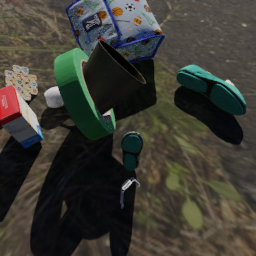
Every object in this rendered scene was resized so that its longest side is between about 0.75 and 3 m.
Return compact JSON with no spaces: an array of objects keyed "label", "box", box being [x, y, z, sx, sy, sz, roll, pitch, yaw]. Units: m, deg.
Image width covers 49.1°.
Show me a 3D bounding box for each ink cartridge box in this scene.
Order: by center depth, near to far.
[{"label":"ink cartridge box","box":[-3.228,-0.400,8.017,0.644,1.914,1.112,-26,58,-5]}]

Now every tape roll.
[{"label":"tape roll","box":[-1.156,-0.952,8.031,0.622,2.586,2.586,-20,53,10]}]

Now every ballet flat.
[{"label":"ballet flat","box":[0.117,0.493,7.480,0.611,1.645,0.611,4,50,-5]},{"label":"ballet flat","box":[2.936,-1.426,9.461,2.682,0.903,0.944,35,57,24]}]

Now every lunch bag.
[{"label":"lunch bag","box":[-0.521,-3.594,10.077,2.874,1.780,2.443,-18,75,-17]}]

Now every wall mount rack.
[{"label":"wall mount rack","box":[-0.027,1.524,6.737,0.299,0.801,0.696,43,86,-1]}]

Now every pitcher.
[{"label":"pitcher","box":[-2.139,-1.001,9.247,1.103,0.669,0.947,-17,41,-12]}]

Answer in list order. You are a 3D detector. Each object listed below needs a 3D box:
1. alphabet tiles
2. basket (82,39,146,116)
[{"label":"alphabet tiles","box":[-3.597,-1.518,9.458,1.144,0.085,1.170,1,79,-49]},{"label":"basket","box":[-0.779,-1.196,8.011,1.737,1.926,1.310,43,19,-6]}]
